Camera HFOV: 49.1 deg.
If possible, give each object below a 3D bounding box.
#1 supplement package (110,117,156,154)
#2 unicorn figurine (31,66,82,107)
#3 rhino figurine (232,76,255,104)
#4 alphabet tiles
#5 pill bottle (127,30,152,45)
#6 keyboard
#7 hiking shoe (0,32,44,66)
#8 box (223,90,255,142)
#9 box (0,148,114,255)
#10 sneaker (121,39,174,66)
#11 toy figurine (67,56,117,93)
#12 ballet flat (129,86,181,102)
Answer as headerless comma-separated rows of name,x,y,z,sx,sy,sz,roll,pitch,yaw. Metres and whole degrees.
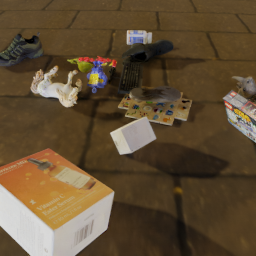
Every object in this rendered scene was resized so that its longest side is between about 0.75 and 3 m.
supplement package,0.161,0.241,8.636,1.010,0.767,0.761,-27,4,-29
unicorn figurine,-2.593,-1.574,10.972,2.692,0.994,1.849,1,49,23
rhino figurine,4.411,-0.764,9.032,2.804,1.226,0.838,36,68,-7
alphabet tiles,1.055,-0.920,10.721,2.598,0.082,2.161,11,41,14
pill bottle,0.596,-4.735,14.695,1.285,0.720,0.720,2,41,1
keyboard,-0.157,-2.212,12.072,1.566,0.254,2.465,1,39,5
hiking shoe,-5.260,-3.783,13.163,2.499,1.258,0.946,-27,48,-28
box,3.982,-0.046,8.556,0.454,1.560,2.279,-42,51,-2
box,-1.773,1.685,6.340,2.279,1.212,1.735,26,30,28
sneaker,0.958,-3.569,13.365,2.520,0.757,1.315,-3,41,4
toy figurine,-1.510,-2.083,11.323,2.187,1.310,1.154,7,3,40
ballet flat,1.035,-1.221,10.663,2.000,0.464,0.674,-3,58,-11
